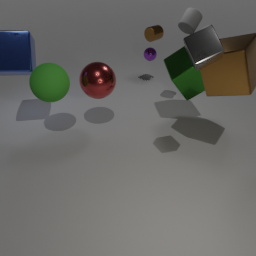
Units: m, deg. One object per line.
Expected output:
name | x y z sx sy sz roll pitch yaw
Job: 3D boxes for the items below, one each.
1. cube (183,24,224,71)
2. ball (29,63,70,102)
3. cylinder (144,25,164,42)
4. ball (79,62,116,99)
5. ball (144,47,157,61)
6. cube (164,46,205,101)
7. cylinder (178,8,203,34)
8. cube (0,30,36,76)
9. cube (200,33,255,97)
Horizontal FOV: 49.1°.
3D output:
cube | 1.794 -1.882 6.655 0.700 0.700 0.700 -24 -7 13
ball | -2.793 -1.619 10.026 1.400 1.400 1.400 0 32 0
cylinder | 1.284 -4.687 13.863 0.700 0.700 0.700 26 41 35
ball | -1.154 -1.815 10.706 1.400 1.400 1.400 0 32 0
ball | 1.177 -3.918 14.869 0.700 0.700 0.700 0 32 0
cube | 2.456 -2.243 11.047 1.400 1.400 1.400 -30 44 20
cylinder | 2.389 -4.101 10.758 0.700 0.700 0.700 27 83 36
cube | -4.188 -2.695 10.253 1.400 1.400 1.400 -3 6 -11
cube | 3.182 -1.918 8.625 1.400 1.400 1.400 3 35 40
